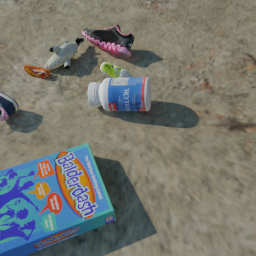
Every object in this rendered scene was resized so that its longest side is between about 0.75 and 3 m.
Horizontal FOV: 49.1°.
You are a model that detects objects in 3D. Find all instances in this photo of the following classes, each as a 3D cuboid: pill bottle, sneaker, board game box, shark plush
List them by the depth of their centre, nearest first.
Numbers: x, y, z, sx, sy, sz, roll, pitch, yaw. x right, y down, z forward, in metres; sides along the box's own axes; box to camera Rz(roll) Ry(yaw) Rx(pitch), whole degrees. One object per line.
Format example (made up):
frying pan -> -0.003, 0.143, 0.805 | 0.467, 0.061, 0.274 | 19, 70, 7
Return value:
board game box -> -1.904, 1.658, 6.598 | 2.712, 0.610, 2.063 | -18, 51, -14
sneaker -> -4.205, -0.807, 8.168 | 1.842, 0.646, 0.755 | 23, 49, 2
pill bottle -> -0.238, -1.003, 8.414 | 1.797, 1.009, 1.009 | 0, 52, 11
sneaker -> -0.362, -1.830, 9.342 | 1.218, 0.640, 0.461 | 29, 96, -15
sneaker -> -3.147, -1.965, 9.674 | 0.950, 0.347, 0.367 | 21, 36, 9
shark plush -> -2.270, -2.783, 10.016 | 0.867, 0.795, 1.909 | 38, 58, -23
sneaker -> -0.674, -3.319, 10.153 | 2.041, 0.806, 0.973 | 25, 95, 12
